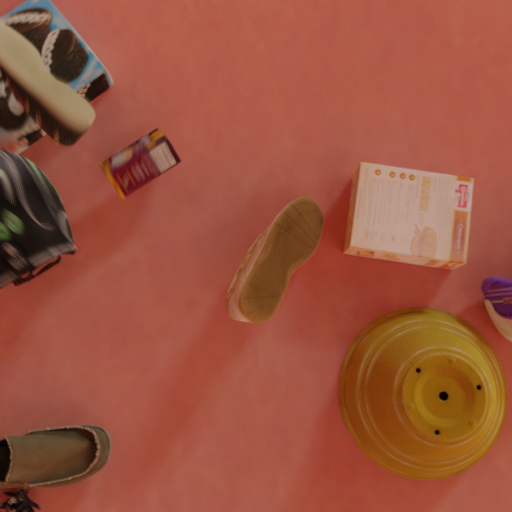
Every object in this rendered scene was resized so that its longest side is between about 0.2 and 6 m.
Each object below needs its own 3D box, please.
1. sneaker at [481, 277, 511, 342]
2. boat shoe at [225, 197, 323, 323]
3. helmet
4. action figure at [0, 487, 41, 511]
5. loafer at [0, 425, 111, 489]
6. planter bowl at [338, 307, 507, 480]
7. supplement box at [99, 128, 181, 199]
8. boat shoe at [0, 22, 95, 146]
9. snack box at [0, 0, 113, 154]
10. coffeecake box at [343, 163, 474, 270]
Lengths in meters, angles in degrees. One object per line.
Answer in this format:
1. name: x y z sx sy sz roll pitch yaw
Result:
1. sneaker: 5.397 0.119 9.319 3.431 1.383 1.431 -26 76 -4
2. boat shoe: 0.245 0.025 9.418 0.952 0.894 2.583 47 57 -18
3. helmet: -4.210 -0.616 8.965 2.337 2.337 2.228 -32 93 -5
4. action figure: -3.956 4.251 8.874 0.778 0.668 1.310 15 71 12
5. loafer: -3.606 3.284 8.907 2.538 0.884 0.955 -12 72 -2
6. planter bowl: 2.846 2.221 8.998 2.880 1.199 2.880 0 81 -1
7. supplement box: -2.016 -1.613 9.721 1.226 0.676 0.525 -34 127 -7
8. boat shoe: -3.788 -2.873 9.290 2.422 0.886 0.759 46 126 -8
9. snack box: -4.643 -2.956 10.161 3.517 0.652 2.043 -39 82 -6
10. coffeecake box: 2.625 -0.673 9.728 1.968 0.719 1.510 9 80 2
